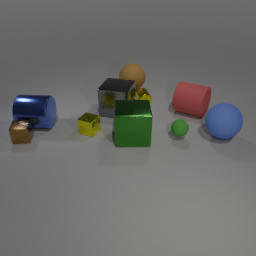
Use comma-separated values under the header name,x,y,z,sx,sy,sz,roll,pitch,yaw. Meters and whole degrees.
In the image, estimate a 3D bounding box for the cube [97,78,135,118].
name,x,y,z,sx,sy,sz,roll,pitch,yaw
cube,-0.498,-1.387,13.022,1.400,1.400,1.400,8,32,13

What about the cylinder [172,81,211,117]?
name,x,y,z,sx,sy,sz,roll,pitch,yaw
cylinder,2.946,-1.340,12.925,1.400,1.400,1.400,17,35,26

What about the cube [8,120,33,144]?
name,x,y,z,sx,sy,sz,roll,pitch,yaw
cube,-4.230,0.149,11.108,0.700,0.700,0.700,-3,35,-5

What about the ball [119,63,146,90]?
name,x,y,z,sx,sy,sz,roll,pitch,yaw
ball,0.228,-2.683,14.698,1.400,1.400,1.400,0,31,0

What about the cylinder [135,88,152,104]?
name,x,y,z,sx,sy,sz,roll,pitch,yaw
cylinder,0.773,-1.516,13.844,0.700,0.700,0.700,-7,39,-11

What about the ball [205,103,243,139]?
name,x,y,z,sx,sy,sz,roll,pitch,yaw
ball,3.737,-0.276,10.922,1.400,1.400,1.400,0,31,0

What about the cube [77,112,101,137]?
name,x,y,z,sx,sy,sz,roll,pitch,yaw
cube,-1.608,-0.147,11.643,0.700,0.700,0.700,13,33,20

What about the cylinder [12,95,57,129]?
name,x,y,z,sx,sy,sz,roll,pitch,yaw
cylinder,-3.916,-0.699,11.865,1.400,1.400,1.400,2,31,4

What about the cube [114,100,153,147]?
name,x,y,z,sx,sy,sz,roll,pitch,yaw
cube,0.179,-0.201,11.049,1.400,1.400,1.400,0,31,-1

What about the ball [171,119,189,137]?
name,x,y,z,sx,sy,sz,roll,pitch,yaw
ball,2.050,-0.007,11.078,0.700,0.700,0.700,0,31,0
